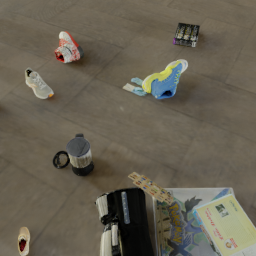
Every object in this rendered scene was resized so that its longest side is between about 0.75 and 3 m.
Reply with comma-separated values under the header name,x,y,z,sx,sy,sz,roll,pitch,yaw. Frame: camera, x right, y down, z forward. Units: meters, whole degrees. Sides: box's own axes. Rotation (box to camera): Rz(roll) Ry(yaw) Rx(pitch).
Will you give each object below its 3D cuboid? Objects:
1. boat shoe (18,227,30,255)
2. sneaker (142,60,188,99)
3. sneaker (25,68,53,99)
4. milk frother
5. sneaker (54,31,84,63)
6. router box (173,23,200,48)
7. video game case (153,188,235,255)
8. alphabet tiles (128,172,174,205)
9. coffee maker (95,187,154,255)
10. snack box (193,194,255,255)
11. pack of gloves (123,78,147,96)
name,x,y,z,sx,sy,sz,roll,pitch,yaw
boat shoe,-3.105,3.326,8.325,0.317,0.297,0.860,-13,52,-11
sneaker,1.911,-2.044,12.480,2.501,0.947,1.314,-32,69,-15
sneaker,-4.015,-1.992,12.359,1.833,0.843,0.694,37,60,26
milk frother,-1.959,0.946,9.649,1.361,1.281,1.229,-18,53,-15
sneaker,-3.278,-4.116,14.166,1.198,0.747,2.236,-27,58,-24
router box,3.175,-5.051,15.152,1.216,0.416,1.630,13,52,10
video game case,2.157,3.176,8.427,2.660,0.321,2.918,-1,50,-1
alphabet tiles,0.716,1.827,8.576,1.493,1.242,0.047,33,99,12
coffee maker,0.177,2.990,8.032,2.148,1.506,2.236,8,50,-18
snack box,3.014,3.144,7.971,1.340,0.428,2.306,-17,53,-13
pack of gloves,0.490,-1.939,12.720,1.135,0.224,0.954,26,56,20
